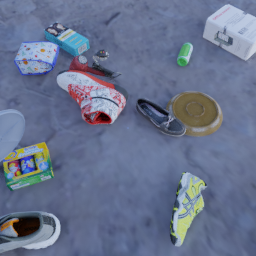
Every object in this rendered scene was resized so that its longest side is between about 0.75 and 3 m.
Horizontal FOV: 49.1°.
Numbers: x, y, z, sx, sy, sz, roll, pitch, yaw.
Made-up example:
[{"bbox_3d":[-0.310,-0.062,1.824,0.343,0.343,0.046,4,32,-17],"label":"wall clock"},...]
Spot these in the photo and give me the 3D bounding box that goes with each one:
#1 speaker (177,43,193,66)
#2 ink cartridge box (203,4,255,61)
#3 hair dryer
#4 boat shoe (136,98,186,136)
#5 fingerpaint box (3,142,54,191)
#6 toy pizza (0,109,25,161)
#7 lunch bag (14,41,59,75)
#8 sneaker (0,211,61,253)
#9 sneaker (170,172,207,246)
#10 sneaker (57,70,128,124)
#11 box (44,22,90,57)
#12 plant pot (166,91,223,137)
[{"bbox_3d":[2.091,-2.701,10.258,0.418,0.418,0.946,17,57,11],"label":"speaker"},{"bbox_3d":[4.125,-3.674,10.652,2.001,0.841,1.456,39,64,24],"label":"ink cartridge box"},{"bbox_3d":[-1.263,-1.890,9.344,1.882,1.433,0.511,-4,60,21],"label":"hair dryer"},{"bbox_3d":[0.929,-0.340,8.487,1.785,0.509,0.597,35,83,25],"label":"boat shoe"},{"bbox_3d":[-2.733,1.033,7.668,1.183,0.434,0.987,-16,57,-11],"label":"fingerpaint box"},{"bbox_3d":[-2.133,0.164,4.470,0.181,1.140,1.140,34,62,14],"label":"toy pizza"},{"bbox_3d":[-3.117,-2.456,9.855,1.311,0.812,1.114,-3,55,7],"label":"lunch bag"},{"bbox_3d":[-2.952,2.403,6.361,2.659,1.054,0.983,-13,58,-7],"label":"sneaker"},{"bbox_3d":[1.482,1.962,6.872,0.717,0.707,1.876,15,58,11],"label":"sneaker"},{"bbox_3d":[-1.356,-0.947,8.778,2.516,0.840,1.349,19,55,9],"label":"sneaker"},{"bbox_3d":[-2.346,-3.410,10.727,1.746,0.429,0.719,34,62,21],"label":"box"},{"bbox_3d":[2.111,-0.539,8.869,1.804,0.248,1.804,0,56,0],"label":"plant pot"}]
